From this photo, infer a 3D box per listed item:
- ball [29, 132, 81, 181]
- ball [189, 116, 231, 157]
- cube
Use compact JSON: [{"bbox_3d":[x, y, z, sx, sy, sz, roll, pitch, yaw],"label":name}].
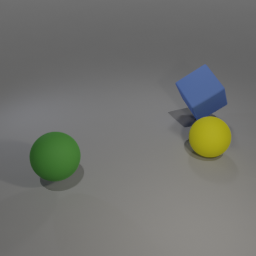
[{"bbox_3d":[-2.053,0.803,7.940,1.400,1.400,1.400,0,30,0],"label":"ball"},{"bbox_3d":[2.796,0.305,9.602,1.400,1.400,1.400,0,30,0],"label":"ball"},{"bbox_3d":[2.978,-1.387,11.323,1.400,1.400,1.400,-32,60,9],"label":"cube"}]
